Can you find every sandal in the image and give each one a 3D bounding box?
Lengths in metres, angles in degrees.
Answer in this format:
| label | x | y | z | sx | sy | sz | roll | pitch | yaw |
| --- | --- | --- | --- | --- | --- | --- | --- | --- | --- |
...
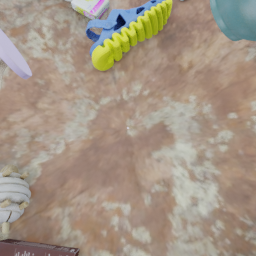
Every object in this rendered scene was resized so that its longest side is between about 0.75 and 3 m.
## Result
| label | x | y | z | sx | sy | sz | roll | pitch | yaw |
| --- | --- | --- | --- | --- | --- | --- | --- | --- | --- |
| sandal | -0.041 | -2.882 | 7.700 | 2.873 | 1.142 | 1.251 | -35 | 73 | -11 |

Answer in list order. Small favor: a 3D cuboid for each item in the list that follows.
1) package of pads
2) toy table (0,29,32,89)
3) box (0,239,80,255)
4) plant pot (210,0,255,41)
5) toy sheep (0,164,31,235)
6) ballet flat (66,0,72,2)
| label | x | y | z | sx | sy | sz | roll | pitch | yaw |
| --- | --- | --- | --- | --- | --- | --- | --- | --- | --- |
| package of pads | -1.123 | -3.645 | 8.287 | 0.935 | 0.319 | 0.722 | 33 | 76 | 10 |
| toy table | -2.691 | -1.384 | 5.485 | 0.850 | 1.452 | 1.334 | -30 | 33 | 1 |
| box | -2.058 | 3.074 | 6.236 | 1.788 | 0.670 | 0.895 | 8 | 75 | 1 |
| plant pot | 2.527 | -2.581 | 5.566 | 2.032 | 1.362 | 2.032 | 14 | 68 | -38 |
| toy sheep | -2.757 | 1.582 | 6.416 | 1.121 | 1.121 | 1.626 | -6 | 54 | -2 |
| ballet flat | -1.711 | -3.391 | 6.879 | 0.273 | 0.273 | 0.786 | -41 | 93 | -10 |
